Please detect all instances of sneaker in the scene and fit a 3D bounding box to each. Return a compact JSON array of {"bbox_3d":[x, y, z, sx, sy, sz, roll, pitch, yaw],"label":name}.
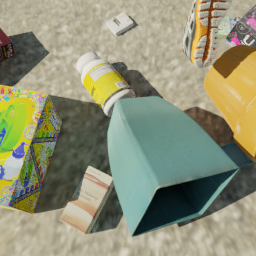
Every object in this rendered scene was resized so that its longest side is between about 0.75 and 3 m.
[{"bbox_3d":[1.650,-2.467,6.274,0.832,2.125,0.821,-5,33,-23],"label":"sneaker"}]

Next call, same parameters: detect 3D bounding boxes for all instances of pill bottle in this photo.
[{"bbox_3d":[-0.740,-1.381,8.554,1.086,1.086,1.951,-32,69,-12],"label":"pill bottle"}]

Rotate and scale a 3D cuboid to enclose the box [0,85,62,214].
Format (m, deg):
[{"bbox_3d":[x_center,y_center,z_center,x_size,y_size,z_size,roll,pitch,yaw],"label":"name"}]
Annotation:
[{"bbox_3d":[-3.712,0.459,7.408,2.963,1.808,2.854,10,67,4],"label":"box"}]

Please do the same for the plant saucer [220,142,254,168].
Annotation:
[{"bbox_3d":[2.450,0.982,8.065,2.168,0.206,0.758,-16,69,-6],"label":"plant saucer"}]

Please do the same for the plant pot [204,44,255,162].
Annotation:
[{"bbox_3d":[3.573,-0.912,7.668,2.764,2.764,2.531,-30,56,-11],"label":"plant pot"}]

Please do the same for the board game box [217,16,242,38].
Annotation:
[{"bbox_3d":[3.451,-3.566,9.918,1.269,0.185,0.854,4,69,2],"label":"board game box"}]

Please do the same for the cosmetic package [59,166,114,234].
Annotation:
[{"bbox_3d":[-1.038,1.904,7.421,0.805,0.679,1.557,23,70,9],"label":"cosmetic package"}]

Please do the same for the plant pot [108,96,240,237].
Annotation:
[{"bbox_3d":[0.664,0.634,6.958,2.066,2.067,2.925,-8,49,-25],"label":"plant pot"}]

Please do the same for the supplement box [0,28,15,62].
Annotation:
[{"bbox_3d":[-4.931,-2.428,8.684,2.328,0.709,1.267,-34,73,-27],"label":"supplement box"}]

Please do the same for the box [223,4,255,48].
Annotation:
[{"bbox_3d":[4.425,-2.798,8.945,2.072,1.189,1.369,44,74,10],"label":"box"}]

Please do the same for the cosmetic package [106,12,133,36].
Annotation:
[{"bbox_3d":[-0.293,-3.696,9.967,0.788,0.204,0.594,-36,75,-14],"label":"cosmetic package"}]
